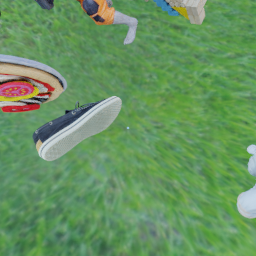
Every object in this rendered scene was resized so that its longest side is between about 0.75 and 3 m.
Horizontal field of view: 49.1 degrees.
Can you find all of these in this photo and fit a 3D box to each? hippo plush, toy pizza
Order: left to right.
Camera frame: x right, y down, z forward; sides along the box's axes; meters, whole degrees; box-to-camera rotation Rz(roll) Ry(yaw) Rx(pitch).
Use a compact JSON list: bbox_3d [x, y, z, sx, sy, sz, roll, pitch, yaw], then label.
[{"bbox_3d":[-2.038,-0.499,4.102,2.259,2.259,0.358,-6,82,-3],"label":"toy pizza"},{"bbox_3d":[2.176,0.774,4.471,1.051,1.320,1.061,-9,56,6],"label":"hippo plush"}]

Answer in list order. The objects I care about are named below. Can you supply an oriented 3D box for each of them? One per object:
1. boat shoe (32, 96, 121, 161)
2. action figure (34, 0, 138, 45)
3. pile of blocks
[{"bbox_3d":[-0.833,-0.115,4.802,1.753,0.654,0.546,-35,60,-27],"label":"boat shoe"},{"bbox_3d":[-1.086,-3.183,5.585,1.488,2.751,2.844,-36,49,20],"label":"action figure"},{"bbox_3d":[0.811,-3.145,6.064,2.252,0.924,0.700,33,75,-19],"label":"pile of blocks"}]
